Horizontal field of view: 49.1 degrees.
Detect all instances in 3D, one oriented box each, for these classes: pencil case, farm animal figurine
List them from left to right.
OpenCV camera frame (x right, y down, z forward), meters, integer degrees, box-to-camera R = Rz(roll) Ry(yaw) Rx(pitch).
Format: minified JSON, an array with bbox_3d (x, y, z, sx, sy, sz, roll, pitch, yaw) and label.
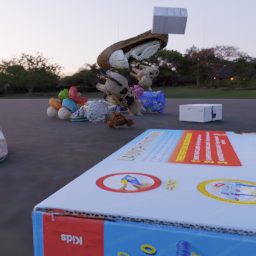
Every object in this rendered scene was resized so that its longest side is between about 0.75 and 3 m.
[{"bbox_3d":[0.037,-0.958,8.068,1.186,2.275,2.250,28,3,32],"label":"farm animal figurine"},{"bbox_3d":[0.479,-1.401,14.861,2.948,1.150,1.280,3,-10,22],"label":"pencil case"}]

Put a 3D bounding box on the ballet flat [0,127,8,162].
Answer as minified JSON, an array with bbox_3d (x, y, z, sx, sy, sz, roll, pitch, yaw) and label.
[{"bbox_3d":[-2.455,0.184,4.945,0.570,0.563,1.676,-4,8,-27],"label":"ballet flat"}]

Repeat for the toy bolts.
[{"bbox_3d":[-2.430,-0.755,11.848,1.791,1.301,1.875,40,-18,-18],"label":"toy bolts"}]

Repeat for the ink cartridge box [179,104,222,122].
[{"bbox_3d":[2.808,-0.594,10.779,1.065,0.615,1.468,7,10,42],"label":"ink cartridge box"}]

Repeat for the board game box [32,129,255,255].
[{"bbox_3d":[1.050,0.516,1.923,2.340,0.668,2.390,2,8,16],"label":"board game box"}]

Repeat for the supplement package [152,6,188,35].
[{"bbox_3d":[1.014,-2.640,6.879,0.825,0.483,0.484,4,47,2],"label":"supplement package"}]

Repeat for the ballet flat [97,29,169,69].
[{"bbox_3d":[0.126,-2.015,7.515,2.114,0.717,0.765,-20,46,9],"label":"ballet flat"}]

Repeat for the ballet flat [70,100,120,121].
[{"bbox_3d":[-1.296,-0.722,11.242,2.252,0.810,0.810,-6,9,-37],"label":"ballet flat"}]
